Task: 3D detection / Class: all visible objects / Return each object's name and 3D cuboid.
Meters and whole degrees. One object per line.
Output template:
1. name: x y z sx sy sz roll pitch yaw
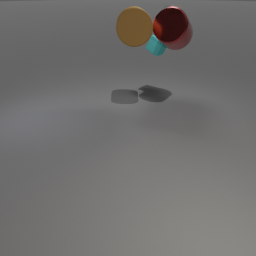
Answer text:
1. cylinder: 0.239 -4.054 11.141 1.400 1.400 1.400 0 26 -1
2. cylinder: 1.868 -4.046 11.524 1.400 1.400 1.400 11 7 20
3. cube: 1.389 -3.910 13.221 0.700 0.700 0.700 40 36 13
